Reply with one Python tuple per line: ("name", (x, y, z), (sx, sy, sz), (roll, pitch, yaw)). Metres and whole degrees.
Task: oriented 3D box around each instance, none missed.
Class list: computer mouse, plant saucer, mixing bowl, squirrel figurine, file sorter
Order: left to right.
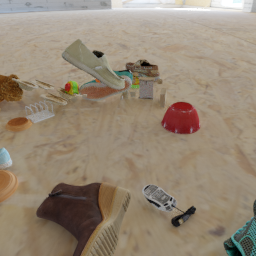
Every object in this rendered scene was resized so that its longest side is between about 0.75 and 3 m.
("plant saucer", (-3.838, 1.609, 7.779), (1.458, 0.235, 1.458), (0, 30, 0))
("squirrel figurine", (-5.493, -1.525, 12.074), (1.867, 1.321, 1.743), (-14, 35, 12))
("plant saucer", (-4.292, -0.173, 10.980), (0.988, 0.185, 0.988), (0, 30, 0))
("file sorter", (-3.647, -0.714, 11.530), (0.942, 0.586, 0.654), (-27, 39, -38))
("computer mouse", (0.967, 1.932, 7.166), (1.399, 0.307, 0.767), (30, 46, 33))
("mixing bowl", (2.095, -0.499, 10.908), (1.546, 0.837, 1.546), (1, 29, -1))

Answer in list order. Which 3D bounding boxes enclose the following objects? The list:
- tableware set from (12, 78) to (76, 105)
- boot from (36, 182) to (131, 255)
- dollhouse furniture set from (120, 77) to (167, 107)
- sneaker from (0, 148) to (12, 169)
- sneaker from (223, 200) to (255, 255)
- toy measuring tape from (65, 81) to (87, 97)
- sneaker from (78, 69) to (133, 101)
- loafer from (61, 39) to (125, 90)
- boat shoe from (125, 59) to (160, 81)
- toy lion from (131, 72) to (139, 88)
("tableware set", (-3.591, -1.712, 12.607), (2.402, 0.334, 2.876), (22, 16, 3))
("boot", (-1.231, 2.191, 6.409), (2.100, 0.913, 2.525), (-1, 28, 22))
("dollhouse furniture set", (0.716, -1.674, 12.764), (2.042, 1.058, 0.904), (5, 28, 9))
("sneaker", (-4.442, 0.878, 8.482), (1.737, 0.712, 0.642), (-7, 22, -2))
("sneaker", (2.619, 2.337, 5.773), (1.224, 1.041, 2.684), (6, 28, 18))
("toy measuring tape", (-2.387, -1.809, 12.753), (0.657, 0.657, 1.786), (-23, 26, -35))
("sneaker", (-0.993, -2.028, 12.936), (2.661, 0.950, 1.063), (-9, 40, 21))
("loafer", (-0.866, -1.887, 8.491), (2.307, 0.788, 0.873), (24, 13, -42))
("boat shoe", (0.857, -3.466, 16.007), (1.008, 0.955, 2.661), (-24, 37, -36))
("toy lion", (0.180, -2.485, 14.916), (1.304, 0.448, 1.250), (-4, 37, -7))
